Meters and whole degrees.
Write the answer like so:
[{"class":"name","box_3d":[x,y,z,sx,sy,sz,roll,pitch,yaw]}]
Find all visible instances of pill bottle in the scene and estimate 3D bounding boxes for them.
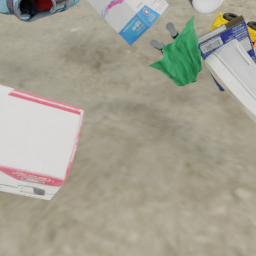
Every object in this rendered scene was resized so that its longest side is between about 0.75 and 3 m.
[{"class":"pill bottle","box_3d":[1.620,-3.352,6.486,0.774,0.774,1.458,-8,51,-8]}]

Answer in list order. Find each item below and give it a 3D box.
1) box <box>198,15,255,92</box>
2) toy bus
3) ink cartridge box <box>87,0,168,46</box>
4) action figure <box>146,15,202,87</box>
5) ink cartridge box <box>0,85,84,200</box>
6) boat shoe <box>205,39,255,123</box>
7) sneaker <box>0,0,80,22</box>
[{"class":"box","box_3d":[2.777,-1.906,7.633,1.264,2.086,0.338,-24,48,22]},{"class":"toy bus","box_3d":[3.425,-2.789,9.094,1.805,1.225,1.733,25,43,11]},{"class":"ink cartridge box","box_3d":[-0.158,-4.273,9.057,2.574,1.089,1.860,42,49,-13]},{"class":"action figure","box_3d":[1.286,-1.602,6.827,1.395,2.362,0.646,-42,62,10]},{"class":"ink cartridge box","box_3d":[-1.932,0.370,4.526,1.884,2.587,1.097,16,68,-14]},{"class":"boat shoe","box_3d":[2.952,-0.717,6.088,0.993,1.044,2.899,-41,71,13]},{"class":"sneaker","box_3d":[-2.641,-3.322,7.073,2.820,1.118,1.347,4,45,26]}]
